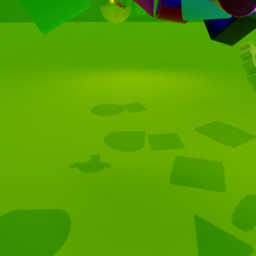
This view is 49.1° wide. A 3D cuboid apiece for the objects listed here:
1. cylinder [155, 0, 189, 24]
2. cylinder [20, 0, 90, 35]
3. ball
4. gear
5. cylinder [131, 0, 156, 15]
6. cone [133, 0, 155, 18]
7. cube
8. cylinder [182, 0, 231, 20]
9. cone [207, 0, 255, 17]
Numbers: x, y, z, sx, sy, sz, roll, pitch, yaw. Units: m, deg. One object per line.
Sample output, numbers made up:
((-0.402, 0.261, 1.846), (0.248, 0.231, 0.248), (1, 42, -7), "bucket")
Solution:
((1.371, -3.652, 8.362), (0.925, 0.925, 0.925), (6, 22, -7), "cylinder")
((-1.401, -2.431, 5.082), (1.055, 1.055, 1.055), (-33, 29, -4), "cylinder")
((-0.468, -4.750, 10.909), (1.267, 1.267, 1.267), (0, 23, 0), "ball")
((2.488, -1.163, 5.474), (0.194, 1.051, 1.051), (-21, 8, 37), "gear")
((0.577, -5.056, 11.125), (0.795, 0.795, 0.795), (-14, -7, -30), "cylinder")
((0.524, -4.083, 8.715), (1.346, 1.351, 1.346), (-23, 24, 11), "cone")
((3.227, -3.489, 8.872), (1.153, 1.153, 1.153), (1, -24, -36), "cube")
((1.951, -3.289, 6.853), (1.173, 1.173, 1.173), (2, 23, 14), "cylinder")
((1.694, -2.437, 5.055), (0.980, 0.980, 0.984), (-8, 14, -18), "cone")
